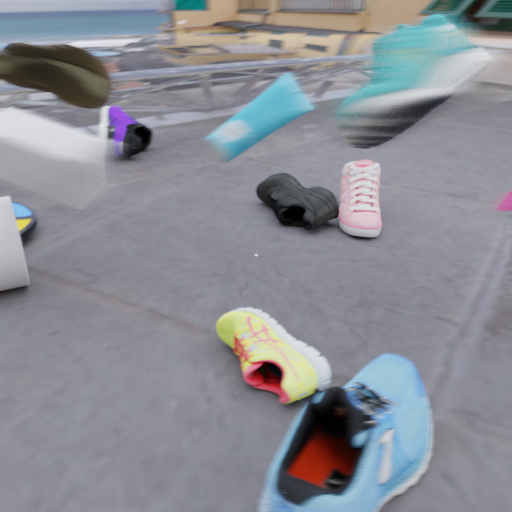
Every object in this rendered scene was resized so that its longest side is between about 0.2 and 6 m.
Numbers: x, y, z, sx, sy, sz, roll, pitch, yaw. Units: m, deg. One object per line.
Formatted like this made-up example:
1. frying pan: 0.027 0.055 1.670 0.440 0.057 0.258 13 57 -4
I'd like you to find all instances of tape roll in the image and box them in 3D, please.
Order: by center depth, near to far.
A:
1. tape roll: -4.000 -0.132 8.298 0.953 1.388 1.388 -13 30 -23

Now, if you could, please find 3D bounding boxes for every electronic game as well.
1. electronic game: -5.197 -0.496 10.001 2.411 0.502 2.411 0 27 0

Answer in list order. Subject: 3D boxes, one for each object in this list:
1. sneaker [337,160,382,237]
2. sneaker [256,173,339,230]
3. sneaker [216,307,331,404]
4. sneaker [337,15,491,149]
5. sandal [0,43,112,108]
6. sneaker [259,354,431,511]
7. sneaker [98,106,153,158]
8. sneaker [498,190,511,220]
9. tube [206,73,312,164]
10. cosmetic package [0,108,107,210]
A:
1. sneaker: 1.992 -1.201 10.768 0.791 1.098 2.101 4 28 3
2. sneaker: 0.614 -1.043 10.894 0.923 0.772 2.033 -35 36 -28
3. sneaker: 0.032 1.159 6.587 1.666 0.651 0.752 25 38 39
4. sneaker: 1.854 -2.279 7.174 2.909 1.159 1.127 -38 0 -37
5. sandal: -3.115 -2.825 8.834 2.174 0.888 0.593 14 3 21
6. sneaker: 0.940 1.618 5.029 1.051 1.206 2.681 15 31 27
7. sneaker: -3.516 -3.318 15.229 1.398 0.977 2.811 0 31 -10
8. sneaker: 2.979 -0.576 5.599 1.436 0.584 0.633 -16 51 -39
9. tube: 0.050 -1.955 8.028 1.685 0.653 0.425 -39 12 -20
10. cosmetic package: -2.812 -1.297 7.433 1.506 0.810 0.639 22 46 12
